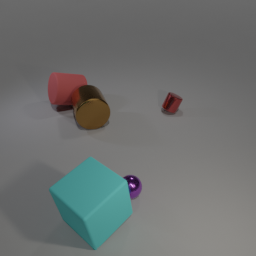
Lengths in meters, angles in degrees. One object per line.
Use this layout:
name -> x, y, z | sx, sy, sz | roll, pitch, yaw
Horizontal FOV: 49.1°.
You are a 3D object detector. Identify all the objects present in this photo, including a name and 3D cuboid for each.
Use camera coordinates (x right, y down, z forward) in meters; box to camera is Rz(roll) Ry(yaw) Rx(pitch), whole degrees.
cylinder -> 1.955, -1.122, 12.382 | 0.700, 0.700, 0.700 | 22, 22, -9
ball -> 0.068, 1.735, 8.273 | 0.700, 0.700, 0.700 | 0, 33, 0
cylinder -> -1.566, -0.876, 11.574 | 1.400, 1.400, 1.400 | -10, 34, -15
cube -> -0.902, 1.885, 7.195 | 1.400, 1.400, 1.400 | 28, 52, 35
cylinder -> -2.716, -1.738, 12.572 | 1.400, 1.400, 1.400 | -2, 30, -32
